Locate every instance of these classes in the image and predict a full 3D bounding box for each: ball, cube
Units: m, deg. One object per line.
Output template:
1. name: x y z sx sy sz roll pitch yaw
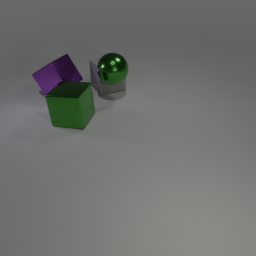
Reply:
1. ball: -0.677 -2.604 12.328 1.400 1.400 1.400 0 34 0
2. cube: -3.276 -2.388 13.120 1.400 1.400 1.400 -19 21 35
3. cube: -1.006 -2.666 13.989 1.400 1.400 1.400 -15 37 -22
4. cube: -2.282 -0.966 11.356 1.400 1.400 1.400 5 34 14
